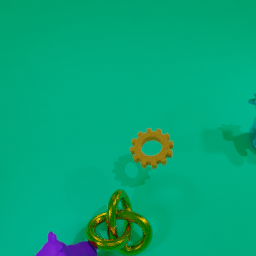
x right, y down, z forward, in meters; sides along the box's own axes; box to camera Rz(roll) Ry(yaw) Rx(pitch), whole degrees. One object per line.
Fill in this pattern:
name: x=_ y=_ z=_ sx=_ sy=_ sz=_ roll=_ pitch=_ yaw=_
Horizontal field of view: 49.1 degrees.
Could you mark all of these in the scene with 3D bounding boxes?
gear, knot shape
gear: x=0.594 y=0.501 z=7.022 sx=1.062 sy=0.196 sz=1.062 roll=-6 pitch=55 yaw=8
knot shape: x=-0.097 y=2.210 z=6.178 sx=1.369 sy=0.676 sz=1.463 roll=41 pitch=52 yaw=-4

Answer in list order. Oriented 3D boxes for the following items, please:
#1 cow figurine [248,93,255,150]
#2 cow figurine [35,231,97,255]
cow figurine: x=3.824 y=-0.218 z=7.966 sx=0.765 sy=1.394 sz=1.372 roll=-7 pitch=63 yaw=-3
cow figurine: x=-1.136 y=2.512 z=5.486 sx=1.340 sy=1.319 sz=0.736 roll=-9 pitch=35 yaw=-41
